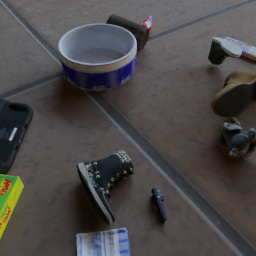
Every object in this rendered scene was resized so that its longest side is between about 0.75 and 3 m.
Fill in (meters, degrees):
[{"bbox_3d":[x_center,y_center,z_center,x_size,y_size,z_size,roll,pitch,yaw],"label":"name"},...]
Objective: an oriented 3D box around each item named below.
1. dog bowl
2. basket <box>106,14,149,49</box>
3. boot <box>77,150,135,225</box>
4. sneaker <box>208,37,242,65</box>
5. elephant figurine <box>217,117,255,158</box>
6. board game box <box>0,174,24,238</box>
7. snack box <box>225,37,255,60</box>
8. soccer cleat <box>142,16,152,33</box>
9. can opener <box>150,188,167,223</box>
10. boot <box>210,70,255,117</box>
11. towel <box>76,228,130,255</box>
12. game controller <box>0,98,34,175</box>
[{"bbox_3d":[-1.104,-2.726,10.516,2.842,1.119,2.842,0,48,0],"label":"dog bowl"},{"bbox_3d":[0.014,-3.974,11.717,1.568,1.066,1.414,23,15,11],"label":"basket"},{"bbox_3d":[-0.373,1.386,7.077,1.375,0.657,1.820,-20,51,-21],"label":"boot"},{"bbox_3d":[3.539,-2.667,10.334,0.649,0.911,1.836,1,32,-12],"label":"sneaker"},{"bbox_3d":[3.044,0.217,8.127,0.952,1.043,1.345,-53,43,11],"label":"elephant figurine"},{"bbox_3d":[-3.392,2.074,6.540,1.059,0.496,2.085,6,48,5],"label":"board game box"},{"bbox_3d":[4.769,-3.300,11.657,1.771,0.215,0.637,32,55,26],"label":"snack box"},{"bbox_3d":[0.910,-4.750,12.918,0.521,0.454,1.361,39,41,-13],"label":"soccer cleat"},{"bbox_3d":[0.773,1.871,6.874,0.352,0.284,0.896,-8,48,-8],"label":"can opener"},{"bbox_3d":[3.535,-1.221,9.330,2.964,1.091,1.118,-26,41,-32],"label":"boot"},{"bbox_3d":[-0.551,2.696,6.216,1.186,0.141,0.871,-5,48,-5],"label":"towel"},{"bbox_3d":[-3.879,0.209,8.318,1.493,0.603,2.862,13,48,-8],"label":"game controller"}]
